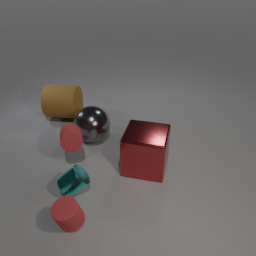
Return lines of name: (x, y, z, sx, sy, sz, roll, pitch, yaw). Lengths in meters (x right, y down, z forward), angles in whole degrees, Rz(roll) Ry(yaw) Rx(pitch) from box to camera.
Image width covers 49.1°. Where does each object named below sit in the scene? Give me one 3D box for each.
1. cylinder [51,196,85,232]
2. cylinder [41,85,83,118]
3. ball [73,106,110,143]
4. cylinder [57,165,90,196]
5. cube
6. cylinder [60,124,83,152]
cylinder: (-1.548, 2.232, 7.266, 0.700, 0.700, 0.700, -7, 46, 8)
cylinder: (-2.795, -1.142, 12.006, 1.400, 1.400, 1.400, 3, 32, 8)
ball: (-1.367, -0.135, 10.608, 1.400, 1.400, 1.400, 0, 32, 0)
cylinder: (-1.606, 1.551, 8.257, 0.700, 0.700, 0.700, -37, 30, 13)
cube: (0.582, 0.716, 9.185, 1.400, 1.400, 1.400, 7, 33, 12)
cylinder: (-1.839, 0.306, 9.045, 0.700, 0.700, 0.700, -7, 24, -11)
